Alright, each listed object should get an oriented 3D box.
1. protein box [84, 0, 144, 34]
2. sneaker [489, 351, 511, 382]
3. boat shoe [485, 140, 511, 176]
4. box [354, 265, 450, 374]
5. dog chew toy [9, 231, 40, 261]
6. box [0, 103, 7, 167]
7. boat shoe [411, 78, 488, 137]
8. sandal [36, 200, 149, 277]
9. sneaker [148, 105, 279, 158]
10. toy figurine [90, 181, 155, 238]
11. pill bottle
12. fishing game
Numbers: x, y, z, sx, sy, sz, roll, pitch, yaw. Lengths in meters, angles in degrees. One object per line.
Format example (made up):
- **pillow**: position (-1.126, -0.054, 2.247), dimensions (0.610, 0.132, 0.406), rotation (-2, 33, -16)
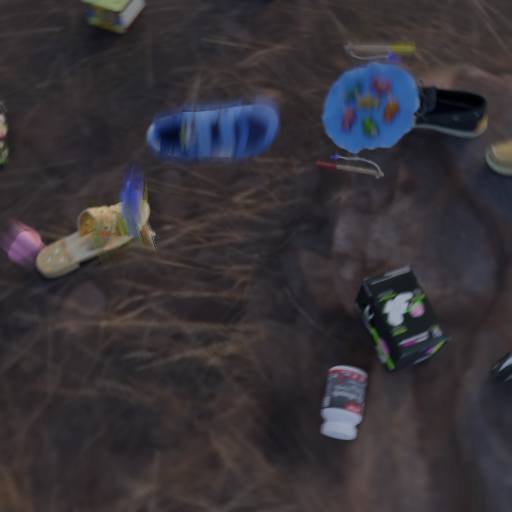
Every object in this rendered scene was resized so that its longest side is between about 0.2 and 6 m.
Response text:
- **protein box**: position (-3.276, -5.816, 12.998), dimensions (0.928, 0.631, 0.935), rotation (22, 64, 11)
- **sneaker**: position (4.790, 1.691, 8.979), dimensions (2.117, 0.782, 0.839), rotation (-14, 68, -8)
- **boat shoe**: position (5.665, -2.131, 10.925), dimensions (2.251, 0.857, 0.807), rotation (-7, 62, -4)
- **box**: position (2.331, 1.050, 9.153), dimensions (0.859, 1.026, 1.382), rotation (-17, 64, -9)
- **dog chew toy**: position (-3.388, -0.128, 8.128), dimensions (0.515, 0.321, 0.321), rotation (-41, 65, 17)
- **box**: position (-5.659, -2.535, 11.103), dimensions (1.111, 0.930, 1.496), rotation (-12, 62, -6)
- **boat shoe**: position (3.396, -3.102, 11.463), dimensions (2.692, 0.838, 1.004), rotation (12, 65, 8)
- **sandal**: position (-2.949, -0.476, 10.112), dimensions (2.285, 0.752, 0.838), rotation (-35, 67, -17)
- **sneaker**: position (-0.691, -1.873, 8.638), dimensions (2.107, 0.867, 0.779), rotation (-5, 98, 17)
- **toy figurine**: position (-1.999, -0.706, 8.439), dimensions (0.749, 1.420, 0.850), rotation (0, 92, 2)
- **pill bottle**: position (1.364, 2.297, 8.746), dimensions (0.588, 0.588, 1.014), rotation (11, 63, 6)
- **fishing game**: position (2.170, -2.884, 10.832), dimensions (1.920, 0.417, 2.681), rotation (16, 86, 27)
